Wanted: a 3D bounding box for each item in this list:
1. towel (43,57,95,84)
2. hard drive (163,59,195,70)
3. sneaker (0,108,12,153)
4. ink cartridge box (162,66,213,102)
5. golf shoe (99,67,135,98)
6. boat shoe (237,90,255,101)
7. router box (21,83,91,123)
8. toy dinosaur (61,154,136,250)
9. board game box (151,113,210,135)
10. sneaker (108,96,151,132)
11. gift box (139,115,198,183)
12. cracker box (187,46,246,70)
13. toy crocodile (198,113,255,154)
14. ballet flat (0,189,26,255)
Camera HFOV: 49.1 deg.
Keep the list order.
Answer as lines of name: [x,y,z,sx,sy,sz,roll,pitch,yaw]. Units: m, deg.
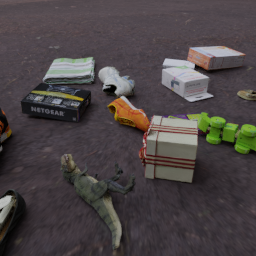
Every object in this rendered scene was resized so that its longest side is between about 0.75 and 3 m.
towel: [-2.461,-2.579,12.152,2.027,0.417,2.717,-2,31,-4]
hard drive: [2.355,-2.913,12.888,1.396,0.186,0.921,9,33,12]
sneaker: [-3.529,0.042,6.993,0.750,0.965,2.145,-10,19,-6]
ink cartridge box: [2.229,-1.708,10.498,1.116,0.641,1.905,-14,34,-22]
golf shoe: [-0.659,-1.700,10.432,0.983,0.792,2.023,-28,40,-29]
boat shoe: [4.505,-1.185,9.911,1.177,0.369,0.431,17,35,25]
router box: [-2.285,-0.865,9.150,1.847,0.482,1.452,10,33,6]
toy dinosaur: [-0.473,1.241,5.769,1.140,0.614,2.587,-31,42,-19]
board game box: [1.569,-0.089,8.277,1.623,0.262,0.974,-5,28,-7]
sneaker: [0.063,-0.293,8.362,0.745,0.705,1.931,-36,38,-14]
gift box: [0.943,0.363,6.519,1.250,1.339,1.236,5,27,10]
cracker box: [4.046,-3.244,12.868,2.163,0.624,1.449,-10,34,-26]
toy crocodile: [2.787,0.132,7.449,2.062,0.696,0.637,20,34,30]
ballet flat: [-2.367,1.777,4.829,0.627,0.631,1.845,2,32,3]
